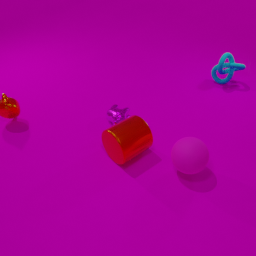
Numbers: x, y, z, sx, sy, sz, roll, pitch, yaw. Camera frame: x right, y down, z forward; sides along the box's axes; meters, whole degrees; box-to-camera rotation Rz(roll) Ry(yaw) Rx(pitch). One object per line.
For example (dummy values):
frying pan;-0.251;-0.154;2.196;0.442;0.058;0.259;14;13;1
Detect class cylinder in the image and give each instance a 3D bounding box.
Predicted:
cylinder;-0.022;0.310;7.601;1.028;1.028;1.028;-29;49;-29

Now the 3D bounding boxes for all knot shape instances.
knot shape;3.742;-2.195;10.323;1.123;1.200;0.555;-5;53;-4

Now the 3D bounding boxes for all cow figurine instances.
cow figurine;-0.350;-0.253;8.642;1.057;0.580;1.040;20;45;33

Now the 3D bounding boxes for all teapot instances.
teapot;-3.689;-0.644;8.692;0.741;1.192;0.584;3;58;-2

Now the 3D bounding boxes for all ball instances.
ball;1.558;0.692;7.055;0.939;0.939;0.939;0;41;0
